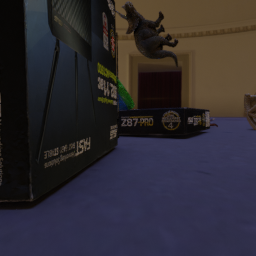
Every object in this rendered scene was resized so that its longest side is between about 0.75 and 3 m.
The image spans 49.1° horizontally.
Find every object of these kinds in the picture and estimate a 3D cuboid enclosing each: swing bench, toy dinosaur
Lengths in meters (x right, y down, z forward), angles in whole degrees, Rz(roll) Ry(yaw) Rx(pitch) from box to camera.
[{"bbox_3d":[4.969,-0.528,8.450,2.019,1.317,2.030,-1,-2,-8],"label":"swing bench"},{"bbox_3d":[0.803,-3.081,9.816,1.477,2.889,1.112,-26,-9,-1],"label":"toy dinosaur"}]

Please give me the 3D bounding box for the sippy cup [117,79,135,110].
[{"bbox_3d":[-0.903,-0.802,8.153,1.564,2.134,1.676,-38,12,-4],"label":"sippy cup"}]

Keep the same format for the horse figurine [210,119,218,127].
[{"bbox_3d":[2.811,-0.202,10.788,1.225,0.306,0.812,10,21,42],"label":"horse figurine"}]

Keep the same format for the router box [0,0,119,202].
[{"bbox_3d":[-0.764,-0.725,2.882,0.902,2.175,2.903,0,3,8],"label":"router box"}]

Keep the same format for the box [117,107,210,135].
[{"bbox_3d":[0.818,-0.181,7.281,2.146,0.654,2.663,-2,2,27],"label":"box"}]
